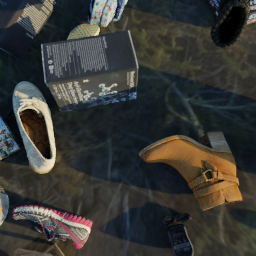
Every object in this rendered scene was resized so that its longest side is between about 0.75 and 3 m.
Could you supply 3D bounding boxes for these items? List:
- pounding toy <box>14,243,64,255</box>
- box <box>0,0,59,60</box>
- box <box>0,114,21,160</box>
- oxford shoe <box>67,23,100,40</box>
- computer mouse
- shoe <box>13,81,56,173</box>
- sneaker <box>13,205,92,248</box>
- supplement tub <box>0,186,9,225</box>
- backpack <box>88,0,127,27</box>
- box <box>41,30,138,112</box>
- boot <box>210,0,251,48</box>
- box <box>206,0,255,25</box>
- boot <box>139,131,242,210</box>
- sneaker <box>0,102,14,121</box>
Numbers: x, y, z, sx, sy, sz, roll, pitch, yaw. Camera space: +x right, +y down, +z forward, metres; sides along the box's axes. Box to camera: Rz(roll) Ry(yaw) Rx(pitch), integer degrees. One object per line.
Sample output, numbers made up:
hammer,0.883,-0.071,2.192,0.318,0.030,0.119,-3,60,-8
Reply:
pounding toy,-2.189,3.610,7.063,1.787,1.025,1.022,5,96,12
box,-4.084,-4.031,9.162,2.428,1.450,2.469,34,93,13
box,-4.039,0.211,8.232,1.064,0.294,1.558,-31,90,-12
oxford shoe,-1.651,-2.822,9.529,0.849,0.652,2.258,17,54,11
computer mouse,1.387,2.917,7.436,0.841,0.320,1.214,-9,57,-1
shoe,-2.696,-0.181,8.233,1.038,0.793,2.970,-12,71,-25
sneaker,-2.024,2.507,7.290,2.079,0.838,0.776,13,71,5
supplement tub,-4.019,1.810,6.693,1.488,2.429,1.488,0,69,1
backpack,-0.691,-4.223,9.572,1.099,1.492,1.634,23,66,-8
box,-1.051,-1.618,8.352,2.501,1.856,1.339,-11,69,-4
boot,2.421,-3.025,6.318,0.793,2.107,1.575,9,36,25
box,4.298,-5.167,10.383,2.816,0.700,2.795,-19,70,-7
boot,1.747,1.264,7.781,2.640,1.012,2.049,-6,69,-12
sneaker,-3.906,-0.320,8.647,0.592,0.341,1.135,17,78,-4
